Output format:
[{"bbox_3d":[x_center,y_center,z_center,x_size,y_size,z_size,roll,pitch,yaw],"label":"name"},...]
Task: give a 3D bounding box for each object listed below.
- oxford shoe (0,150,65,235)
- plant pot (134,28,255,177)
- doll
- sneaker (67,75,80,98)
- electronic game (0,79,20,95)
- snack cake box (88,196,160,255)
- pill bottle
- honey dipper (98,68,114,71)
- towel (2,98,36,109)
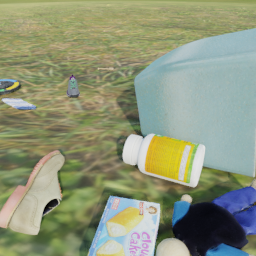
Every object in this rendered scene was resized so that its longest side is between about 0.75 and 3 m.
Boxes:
[{"bbox_3d":[-1.678,1.254,5.625,0.805,0.771,2.179,26,32,-2],"label":"oxford shoe"},{"bbox_3d":[1.786,-0.763,7.164,2.845,2.793,2.785,2,28,24],"label":"plant pot"},{"bbox_3d":[1.612,1.691,4.735,2.595,0.629,1.770,-15,32,-25],"label":"doll"},{"bbox_3d":[-2.115,-1.595,10.615,0.480,0.565,1.290,-7,30,-13],"label":"sneaker"},{"bbox_3d":[-4.976,-1.623,10.931,1.456,0.303,1.456,0,30,0],"label":"electronic game"},{"bbox_3d":[-0.042,1.890,4.461,0.931,0.544,1.618,5,30,11],"label":"snack cake box"},{"bbox_3d":[0.783,0.648,6.252,1.678,0.932,0.932,13,32,20],"label":"pill bottle"},{"bbox_3d":[-1.064,-2.784,13.160,0.766,0.145,0.145,5,30,12],"label":"honey dipper"},{"bbox_3d":[-3.685,-0.822,9.463,1.014,0.121,0.745,24,17,35],"label":"towel"}]
